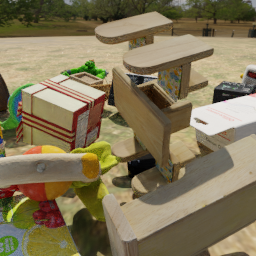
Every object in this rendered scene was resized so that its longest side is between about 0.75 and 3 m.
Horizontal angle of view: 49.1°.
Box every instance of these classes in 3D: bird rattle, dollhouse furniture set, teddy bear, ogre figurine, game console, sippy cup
[{"bbox_3d":[-1.227,0.591,3.993,2.309,1.301,1.882,8,-18,-10],"label":"bird rattle"},{"bbox_3d":[0.218,0.248,4.104,1.990,2.625,2.996,-20,45,-17],"label":"dollhouse furniture set"},{"bbox_3d":[-1.705,-1.094,10.057,2.454,0.819,1.780,-3,13,12],"label":"teddy bear"},{"bbox_3d":[-1.908,-2.372,12.729,2.307,1.132,1.383,2,35,46],"label":"ogre figurine"},{"bbox_3d":[0.558,0.545,6.475,1.190,0.243,2.017,-1,23,-2],"label":"game console"},{"bbox_3d":[-2.932,-0.650,8.196,1.677,1.317,1.229,-7,10,-35],"label":"sippy cup"}]

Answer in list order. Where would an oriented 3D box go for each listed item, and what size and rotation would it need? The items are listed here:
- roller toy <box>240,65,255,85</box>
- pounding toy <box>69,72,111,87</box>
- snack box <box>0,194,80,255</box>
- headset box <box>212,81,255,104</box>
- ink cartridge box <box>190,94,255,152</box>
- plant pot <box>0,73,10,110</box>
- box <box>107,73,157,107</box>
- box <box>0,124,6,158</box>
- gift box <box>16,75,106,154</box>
[{"bbox_3d":[5.620,-2.104,12.056,1.404,0.981,1.281,15,26,9],"label":"roller toy"},{"bbox_3d":[-1.334,-1.622,11.286,1.606,0.735,1.411,25,28,19],"label":"pounding toy"},{"bbox_3d":[-1.395,1.783,2.681,1.998,0.744,2.810,-11,24,-25],"label":"snack box"},{"bbox_3d":[3.867,-1.194,10.205,1.256,0.669,1.443,13,25,27],"label":"headset box"},{"bbox_3d":[2.688,-0.038,6.693,2.701,0.912,1.573,-14,22,-15],"label":"ink cartridge box"},{"bbox_3d":[-4.866,-1.054,8.932,1.586,1.586,1.570,20,37,40],"label":"plant pot"},{"bbox_3d":[0.397,-1.088,8.991,1.759,1.163,1.009,14,5,32],"label":"box"},{"bbox_3d":[-3.066,0.522,4.470,1.111,1.754,1.821,10,23,24],"label":"box"},{"bbox_3d":[-1.634,-0.187,6.618,1.570,1.681,1.551,23,28,17],"label":"gift box"}]
